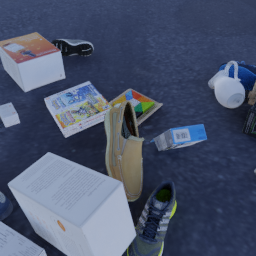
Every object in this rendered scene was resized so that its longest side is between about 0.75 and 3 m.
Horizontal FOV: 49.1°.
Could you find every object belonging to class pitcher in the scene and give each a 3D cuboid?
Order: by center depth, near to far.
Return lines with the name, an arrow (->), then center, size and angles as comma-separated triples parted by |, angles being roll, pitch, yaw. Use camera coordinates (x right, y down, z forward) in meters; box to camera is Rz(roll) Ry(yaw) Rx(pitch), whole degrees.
pitcher -> 4.135, -1.774, 11.382 | 1.074, 1.520, 1.772 | 13, 36, -19

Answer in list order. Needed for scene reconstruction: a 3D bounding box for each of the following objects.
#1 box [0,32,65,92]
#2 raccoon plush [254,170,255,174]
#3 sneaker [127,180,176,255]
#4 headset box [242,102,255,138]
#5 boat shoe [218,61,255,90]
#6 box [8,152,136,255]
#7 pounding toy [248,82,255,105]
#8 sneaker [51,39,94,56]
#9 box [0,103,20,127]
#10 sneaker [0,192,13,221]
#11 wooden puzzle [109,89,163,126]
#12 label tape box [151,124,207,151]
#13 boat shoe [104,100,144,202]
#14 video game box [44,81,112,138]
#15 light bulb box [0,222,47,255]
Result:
box -> -4.504, -3.145, 13.027 | 2.042, 1.426, 2.682 | -27, 47, -28
raccoon plush -> 4.289, 1.477, 8.421 | 0.559, 0.403, 0.834 | 1, 39, -11
sneaker -> 0.622, 2.277, 6.981 | 0.891, 0.976, 2.411 | 13, 42, 16
headset box -> 5.469, -0.265, 9.609 | 2.259, 1.048, 1.967 | 25, 46, 28
boat shoe -> 5.351, -2.210, 12.351 | 2.848, 1.198, 0.978 | 22, 42, 0
box -> -1.246, 1.894, 6.441 | 2.411, 1.836, 1.282 | 15, 42, 34
pounding toy -> 5.352, -1.492, 11.081 | 0.735, 1.412, 1.608 | 25, 46, 26
sneaker -> -2.955, -4.332, 15.007 | 2.276, 0.841, 0.902 | 5, 31, -3
box -> -4.558, -0.506, 10.682 | 0.558, 0.437, 0.897 | -22, 44, -24
sneaker -> -4.191, 1.686, 7.675 | 2.394, 0.982, 0.840 | 21, 45, 23
wooden puzzle -> 0.195, -0.938, 11.264 | 1.864, 0.347, 1.725 | 27, 48, 28
label tape box -> 1.579, 0.384, 9.062 | 1.173, 1.637, 0.541 | -8, 76, -20
boat shoe -> -0.022, 0.558, 8.053 | 1.058, 1.125, 2.953 | 5, 63, -39
video game box -> -1.931, -0.814, 10.864 | 2.027, 0.521, 2.225 | -27, 46, -16
light bulb box -> -2.843, 3.106, 5.971 | 1.614, 1.016, 1.628 | 21, 45, 22
